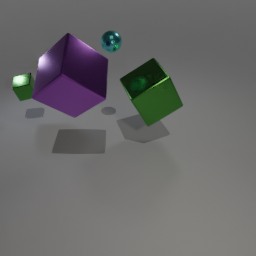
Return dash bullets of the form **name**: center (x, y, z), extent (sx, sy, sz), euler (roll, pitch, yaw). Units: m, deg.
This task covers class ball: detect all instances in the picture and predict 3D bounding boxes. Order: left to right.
- **ball**: center (-0.546, -2.809, 9.133), extent (0.700, 0.700, 0.700), euler (0, 33, 0)

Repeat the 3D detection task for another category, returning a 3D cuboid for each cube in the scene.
- **cube**: center (-3.990, -1.585, 10.880), extent (0.700, 0.700, 0.700), euler (-14, 50, 0)
- **cube**: center (-1.514, -1.342, 7.528), extent (1.400, 1.400, 1.400), euler (-25, 53, 38)
- **cube**: center (0.775, -1.205, 9.447), extent (1.400, 1.400, 1.400), euler (-31, 41, 5)
